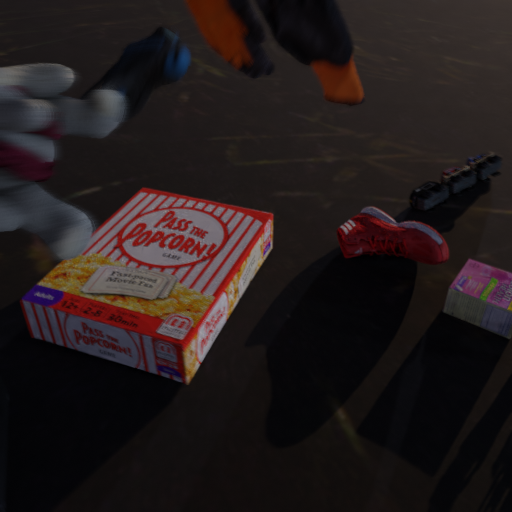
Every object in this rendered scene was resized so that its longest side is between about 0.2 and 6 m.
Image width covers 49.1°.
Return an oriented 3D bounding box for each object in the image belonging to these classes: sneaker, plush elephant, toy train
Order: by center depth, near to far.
[{"bbox_3d":[-2.281,-1.187,4.764,2.122,1.643,1.747,20,77,-7],"label":"plush elephant"},{"bbox_3d":[1.977,-0.112,8.656,1.035,0.702,1.791,-31,33,-24],"label":"sneaker"},{"bbox_3d":[-2.021,-2.871,9.051,2.023,0.741,0.829,-31,61,4],"label":"sneaker"},{"bbox_3d":[3.777,-1.417,10.541,2.579,0.440,0.591,-26,31,-30],"label":"toy train"}]

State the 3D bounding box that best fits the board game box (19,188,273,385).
[{"bbox_3d":[-1.353,0.216,8.002,2.332,0.713,3.079,12,38,16],"label":"board game box"}]

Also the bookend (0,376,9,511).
[{"bbox_3d":[-3.392,1.942,5.656,1.516,0.703,1.525,-12,38,-15],"label":"bookend"}]

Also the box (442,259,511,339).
[{"bbox_3d":[3.217,0.570,7.748,0.945,0.457,0.831,24,42,28],"label":"box"}]

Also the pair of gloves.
[{"bbox_3d":[0.017,-3.379,7.895,3.173,2.827,0.392,29,75,40],"label":"pair of gloves"}]
